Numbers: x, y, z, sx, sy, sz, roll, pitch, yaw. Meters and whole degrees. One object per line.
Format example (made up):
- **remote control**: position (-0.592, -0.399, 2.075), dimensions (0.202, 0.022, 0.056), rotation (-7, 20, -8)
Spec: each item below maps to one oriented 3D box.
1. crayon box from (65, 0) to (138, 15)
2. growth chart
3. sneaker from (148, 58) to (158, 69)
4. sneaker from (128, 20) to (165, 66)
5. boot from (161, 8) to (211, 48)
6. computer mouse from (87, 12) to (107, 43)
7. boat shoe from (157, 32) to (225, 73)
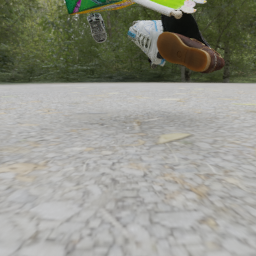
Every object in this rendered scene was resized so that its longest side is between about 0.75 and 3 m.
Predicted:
- **crayon box**: position (-0.538, -4.392, 9.155), dimensions (1.642, 0.805, 2.765), rotation (2, 24, 37)
- **growth chart**: position (1.285, -3.601, 7.231), dimensions (1.839, 0.225, 2.541), rotation (26, 57, 25)
- **sneaker**: position (0.948, -2.623, 11.174), dimensions (0.483, 0.340, 0.908), rotation (21, 34, 18)
- **sneaker**: position (0.545, -2.598, 8.321), dimensions (1.096, 0.948, 2.529), rotation (7, 32, -11)
- **boot**: position (1.981, -3.155, 9.544), dimensions (0.963, 2.781, 2.421), rotation (-35, 26, 21)
- **computer mouse**: position (-1.284, -4.192, 10.998), dimensions (0.925, 1.688, 0.370), rotation (-8, 38, 12)
- **boat shoe**: position (1.299, -1.611, 6.036), dimensions (0.603, 0.604, 1.716), rotation (-8, 38, -32)
